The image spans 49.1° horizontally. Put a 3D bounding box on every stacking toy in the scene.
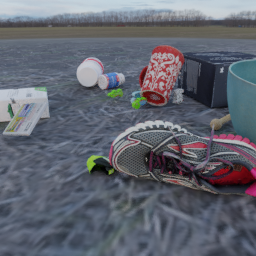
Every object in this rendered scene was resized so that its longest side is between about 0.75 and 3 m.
[{"bbox_3d":[0.660,-1.131,10.085,2.269,0.533,1.711,-16,25,-30],"label":"stacking toy"}]

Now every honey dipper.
[{"bbox_3d":[3.265,-0.452,8.386,2.743,0.521,0.521,-22,30,-37],"label":"honey dipper"}]

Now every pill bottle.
[{"bbox_3d":[-0.704,-2.077,12.227,1.137,0.638,0.638,-21,29,-40],"label":"pill bottle"},{"bbox_3d":[-1.714,-2.518,12.714,1.113,1.113,1.984,0,22,0],"label":"pill bottle"}]

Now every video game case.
[{"bbox_3d":[-2.531,-0.230,6.933,0.897,0.109,0.986,-1,53,30],"label":"video game case"}]

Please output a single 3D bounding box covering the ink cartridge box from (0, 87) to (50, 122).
[{"bbox_3d":[-3.351,-0.756,8.713,1.671,0.705,1.221,-6,24,-15],"label":"ink cartridge box"}]

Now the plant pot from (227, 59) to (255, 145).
[{"bbox_3d":[3.269,-0.219,5.745,2.628,1.770,2.628,2,28,-1],"label":"plant pot"}]

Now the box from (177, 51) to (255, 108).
[{"bbox_3d":[3.632,-1.944,10.569,2.640,1.576,2.684,-6,22,-15],"label":"box"}]

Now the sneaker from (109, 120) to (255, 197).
[{"bbox_3d":[1.027,0.549,4.890,2.757,1.111,1.029,3,24,5],"label":"sneaker"}]

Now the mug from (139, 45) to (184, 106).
[{"bbox_3d":[1.070,-1.668,9.649,1.174,1.759,1.561,24,-23,-10],"label":"mug"}]

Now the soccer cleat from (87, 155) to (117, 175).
[{"bbox_3d":[-0.264,0.723,5.556,1.088,0.367,0.441,-5,38,-8],"label":"soccer cleat"}]
